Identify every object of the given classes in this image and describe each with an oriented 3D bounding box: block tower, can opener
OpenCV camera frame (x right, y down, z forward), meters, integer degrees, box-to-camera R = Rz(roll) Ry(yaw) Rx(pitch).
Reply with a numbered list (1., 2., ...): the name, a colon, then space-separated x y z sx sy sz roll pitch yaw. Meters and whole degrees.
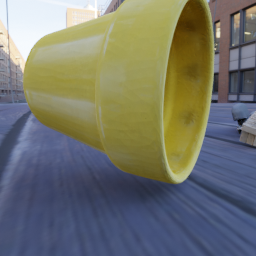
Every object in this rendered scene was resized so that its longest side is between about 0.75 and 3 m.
1. block tower: 2.627 -0.108 5.448 0.389 0.416 1.439 24 36 33
2. can opener: 3.171 -0.265 7.308 0.641 0.810 2.436 -17 -4 24

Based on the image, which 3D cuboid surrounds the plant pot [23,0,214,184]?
1. plant pot: -0.101 -0.433 2.920 1.629 1.731 1.731 8 9 26
